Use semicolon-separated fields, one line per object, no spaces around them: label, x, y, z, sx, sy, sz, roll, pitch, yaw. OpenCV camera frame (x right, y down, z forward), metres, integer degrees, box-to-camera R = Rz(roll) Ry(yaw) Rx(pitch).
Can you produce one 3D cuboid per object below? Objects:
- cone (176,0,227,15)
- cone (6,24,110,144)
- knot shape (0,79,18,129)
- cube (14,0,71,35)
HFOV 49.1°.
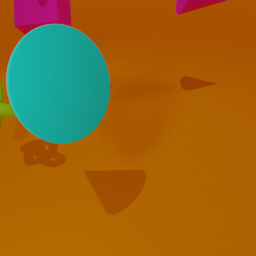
cone;2.038;-3.488;7.369;1.206;1.201;1.201;9;32;-8
cone;-1.098;-0.495;3.428;1.262;1.257;1.257;5;28;45
knot shape;-2.434;-0.456;5.064;1.326;1.417;0.655;22;50;36
cube;-2.098;-2.889;7.019;1.066;1.066;1.066;-3;-3;7
